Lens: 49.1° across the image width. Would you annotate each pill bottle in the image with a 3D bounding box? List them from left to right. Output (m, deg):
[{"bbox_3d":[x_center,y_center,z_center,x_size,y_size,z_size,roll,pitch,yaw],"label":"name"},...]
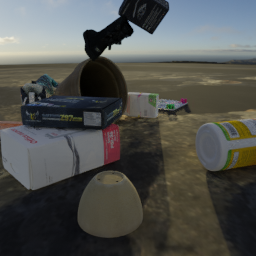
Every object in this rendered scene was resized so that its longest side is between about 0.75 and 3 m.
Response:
[{"bbox_3d":[3.042,0.390,7.402,2.209,1.227,1.227,-6,18,-18],"label":"pill bottle"}]

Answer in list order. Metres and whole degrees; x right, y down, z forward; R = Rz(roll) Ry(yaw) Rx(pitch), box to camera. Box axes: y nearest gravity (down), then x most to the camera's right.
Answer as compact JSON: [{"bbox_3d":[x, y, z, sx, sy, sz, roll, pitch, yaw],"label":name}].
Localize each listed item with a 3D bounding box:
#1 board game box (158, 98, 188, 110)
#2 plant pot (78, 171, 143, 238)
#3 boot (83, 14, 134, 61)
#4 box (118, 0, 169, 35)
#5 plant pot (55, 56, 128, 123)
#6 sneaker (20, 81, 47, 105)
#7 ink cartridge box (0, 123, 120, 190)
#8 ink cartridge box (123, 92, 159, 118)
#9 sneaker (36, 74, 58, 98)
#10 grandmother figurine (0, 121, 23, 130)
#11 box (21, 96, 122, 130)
[{"bbox_3d":[1.841,-1.391,15.019,2.145,0.277,2.144,10,19,30],"label":"board game box"},{"bbox_3d":[-0.331,1.280,5.166,1.226,0.823,1.226,0,17,0],"label":"plant pot"},{"bbox_3d":[-0.504,-2.326,6.869,1.193,0.539,1.456,-33,36,16],"label":"boot"},{"bbox_3d":[0.465,-3.553,8.313,1.238,0.916,0.646,26,42,-18],"label":"box"},{"bbox_3d":[-1.728,-1.399,11.698,2.350,2.708,2.708,-6,9,42],"label":"plant pot"},{"bbox_3d":[-3.758,-1.148,11.660,1.065,1.736,2.667,0,17,-2],"label":"sneaker"},{"bbox_3d":[-1.759,0.477,7.403,2.553,1.057,1.871,-15,22,-40],"label":"ink cartridge box"},{"bbox_3d":[0.445,-1.043,12.499,1.770,1.037,0.596,6,17,17],"label":"ink cartridge box"},{"bbox_3d":[-3.529,-1.619,12.910,0.996,1.108,2.566,32,-10,7],"label":"sneaker"},{"bbox_3d":[-3.670,-0.040,9.976,2.131,0.645,1.292,-7,27,-15],"label":"grandmother figurine"},{"bbox_3d":[-1.445,-0.479,7.696,2.257,0.576,1.780,4,15,14],"label":"box"}]
